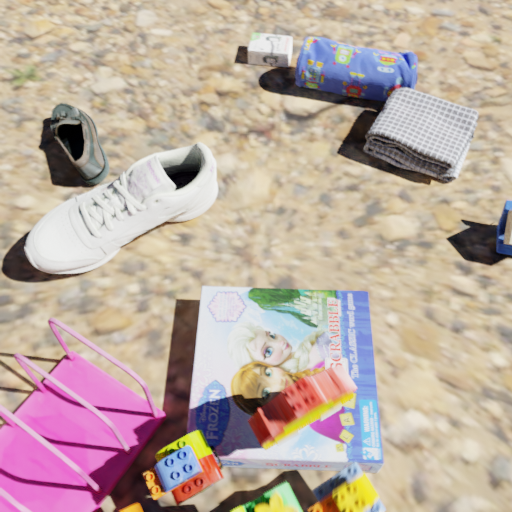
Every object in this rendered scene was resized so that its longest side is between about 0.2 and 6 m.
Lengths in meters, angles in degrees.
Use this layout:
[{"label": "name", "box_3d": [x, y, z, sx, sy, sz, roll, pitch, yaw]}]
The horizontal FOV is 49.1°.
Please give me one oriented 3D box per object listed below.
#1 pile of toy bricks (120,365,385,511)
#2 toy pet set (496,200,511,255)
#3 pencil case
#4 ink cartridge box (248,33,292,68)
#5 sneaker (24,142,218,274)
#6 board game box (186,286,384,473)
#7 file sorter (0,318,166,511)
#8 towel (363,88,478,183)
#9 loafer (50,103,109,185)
[{"label": "pile of toy bricks", "box_3d": [-0.368, 2.501, 4.870, 3.605, 1.780, 2.000, -29, 67, -7]}, {"label": "toy pet set", "box_3d": [4.150, -0.190, 7.795, 1.416, 0.806, 1.517, 9, 95, 14]}, {"label": "pencil case", "box_3d": [1.771, -3.258, 9.757, 2.148, 0.838, 0.933, 11, 81, 7]}, {"label": "ink cartridge box", "box_3d": [0.265, -3.855, 10.496, 0.770, 0.323, 0.560, 7, 56, 5]}, {"label": "sneaker", "box_3d": [-1.834, -0.779, 7.673, 2.893, 1.441, 1.083, -30, 78, -18]}, {"label": "board game box", "box_3d": [0.332, 1.425, 6.808, 2.193, 0.452, 2.198, 1, 56, 1]}, {"label": "file sorter", "box_3d": [-2.275, 1.972, 5.894, 1.496, 1.350, 2.153, 28, 60, 17]}, {"label": "towel", "box_3d": [2.679, -1.973, 9.006, 1.548, 0.662, 1.282, 24, 60, 15]}, {"label": "loafer", "box_3d": [-2.888, -1.924, 8.927, 0.657, 0.575, 1.829, -37, 60, 4]}]
